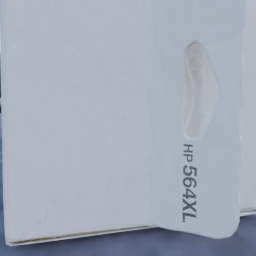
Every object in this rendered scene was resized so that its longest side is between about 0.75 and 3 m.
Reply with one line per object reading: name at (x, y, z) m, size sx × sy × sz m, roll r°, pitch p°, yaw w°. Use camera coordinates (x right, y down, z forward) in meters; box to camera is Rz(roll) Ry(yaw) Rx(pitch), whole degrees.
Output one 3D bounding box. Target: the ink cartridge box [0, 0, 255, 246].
ink cartridge box at (-0.106, -0.211, 1.873) m, size 1.231 × 1.264 × 1.966 m, roll -2°, pitch 3°, yaw -17°
